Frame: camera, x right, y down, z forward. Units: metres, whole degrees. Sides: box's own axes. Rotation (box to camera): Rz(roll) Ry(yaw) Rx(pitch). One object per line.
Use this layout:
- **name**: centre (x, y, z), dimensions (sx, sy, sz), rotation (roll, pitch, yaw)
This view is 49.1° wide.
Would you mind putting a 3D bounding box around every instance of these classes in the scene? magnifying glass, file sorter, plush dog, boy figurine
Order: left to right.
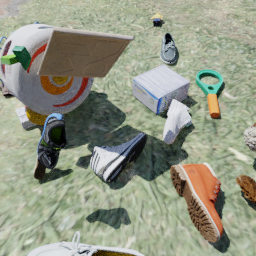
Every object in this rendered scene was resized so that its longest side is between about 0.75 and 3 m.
- **file sorter**: centre (-4.089, -2.839, 10.737), dimensions (2.242, 1.375, 1.556), rotation (-16, 48, 15)
- **boy figurine**: centre (1.534, -5.771, 14.793), dimensions (0.663, 0.344, 1.067), rotation (1, 44, 12)
- **magnifying glass**: centre (3.163, -1.404, 10.653), dimensions (1.065, 0.300, 2.676), rotation (5, 47, 4)
- **plush dog**: centre (4.378, 1.317, 7.176), dimensions (2.963, 2.377, 2.545), rotation (10, 55, 50)

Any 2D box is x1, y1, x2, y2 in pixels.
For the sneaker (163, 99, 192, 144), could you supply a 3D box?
- **sneaker**: centre (1.703, -0.187, 9.271), dimensions (0.846, 0.720, 1.913), rotation (21, 48, -2)

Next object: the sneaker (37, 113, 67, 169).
- **sneaker**: centre (-1.644, 0.360, 6.090), dimensions (0.485, 1.368, 0.567), rotation (2, 31, -31)

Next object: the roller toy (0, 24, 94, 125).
- **roller toy**: centre (-2.545, -1.825, 8.953), dimensions (2.932, 2.675, 2.049), rotation (-42, 41, -15)

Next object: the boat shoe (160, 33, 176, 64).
- **boat shoe**: centre (1.792, -3.578, 12.508), dimensions (0.704, 0.597, 1.933), rotation (2, 46, 2)

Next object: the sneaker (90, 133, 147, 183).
- **sneaker**: centre (-0.359, 0.618, 8.381), dimensions (1.141, 0.748, 1.983), rotation (32, 56, 25)

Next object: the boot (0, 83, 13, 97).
- **boot**: centre (-4.678, -1.434, 10.689), dimensions (0.787, 0.276, 0.575), rotation (-2, 48, -1)

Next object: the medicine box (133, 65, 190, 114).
- **medicine box**: centre (1.197, -1.459, 10.329), dimensions (1.563, 0.805, 1.424), rotation (-29, 53, -25)

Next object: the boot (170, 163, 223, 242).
- **boot**: centre (2.057, 1.782, 7.265), dimensions (1.196, 0.837, 2.230), rotation (-7, 46, -14)

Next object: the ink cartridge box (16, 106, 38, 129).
- **ink cartridge box**: centre (-3.456, -0.392, 9.645), dimensions (0.560, 0.325, 0.776), rotation (-22, 50, -20)

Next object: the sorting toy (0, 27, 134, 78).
- **sorting toy**: centre (-1.591, -1.926, 7.131), dimensions (2.966, 2.192, 0.437), rotation (-4, 74, -30)

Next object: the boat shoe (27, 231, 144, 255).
- **boat shoe**: centre (-0.915, 2.854, 5.923), dimensions (2.813, 1.199, 1.039), rotation (6, 46, 5)

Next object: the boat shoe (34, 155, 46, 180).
- **boat shoe**: centre (-2.411, 0.879, 7.948), dimensions (0.415, 1.151, 0.374), rotation (16, 11, -28)
